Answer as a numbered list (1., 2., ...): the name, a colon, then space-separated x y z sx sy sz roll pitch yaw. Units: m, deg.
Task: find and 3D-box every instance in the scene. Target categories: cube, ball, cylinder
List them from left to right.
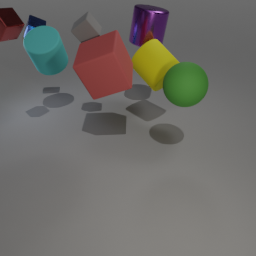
1. cube: -3.834 -3.249 8.795 0.700 0.700 0.700 54 41 1
2. cube: -3.845 -4.090 11.605 0.700 0.700 0.700 14 51 -28
3. cylinder: -3.239 -3.068 11.196 1.400 1.400 1.400 -1 65 3
4. cube: -1.398 -3.343 9.472 0.700 0.700 0.700 -28 36 24
5. cube: -0.740 -2.015 9.032 1.400 1.400 1.400 -15 43 17
6. cylinder: 0.827 -4.079 11.253 1.400 1.400 1.400 8 32 -5
7. cylinder: 1.051 -2.357 10.582 1.400 1.400 1.400 -31 75 -40
8. ball: 1.785 -1.348 8.735 1.400 1.400 1.400 0 31 0
